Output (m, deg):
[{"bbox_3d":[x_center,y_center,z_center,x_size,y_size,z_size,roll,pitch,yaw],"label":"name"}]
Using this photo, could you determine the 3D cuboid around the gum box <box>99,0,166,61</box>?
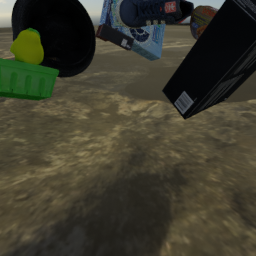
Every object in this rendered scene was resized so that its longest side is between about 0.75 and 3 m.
[{"bbox_3d":[0.302,-4.234,10.753,2.798,2.377,0.623,17,-12,-41],"label":"gum box"}]

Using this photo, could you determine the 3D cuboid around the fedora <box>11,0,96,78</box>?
[{"bbox_3d":[-2.367,-2.794,8.481,1.330,2.913,2.913,0,19,39],"label":"fedora"}]

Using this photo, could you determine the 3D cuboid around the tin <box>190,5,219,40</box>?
[{"bbox_3d":[2.331,-2.820,7.793,0.362,0.967,1.728,-15,41,-18],"label":"tin"}]

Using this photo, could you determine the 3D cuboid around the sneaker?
[{"bbox_3d":[0.881,-3.469,8.165,2.599,0.974,1.098,-21,24,-33],"label":"sneaker"}]

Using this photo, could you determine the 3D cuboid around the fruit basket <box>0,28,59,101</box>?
[{"bbox_3d":[-2.607,-1.571,6.947,1.251,1.735,1.735,-4,15,47],"label":"fruit basket"}]

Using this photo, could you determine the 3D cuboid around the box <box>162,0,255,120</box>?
[{"bbox_3d":[1.619,-1.128,4.589,1.356,1.922,0.758,-20,67,-36],"label":"box"}]

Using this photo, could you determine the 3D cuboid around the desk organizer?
[{"bbox_3d":[-0.277,-1.874,5.829,0.752,0.270,0.289,19,2,-28],"label":"desk organizer"}]
